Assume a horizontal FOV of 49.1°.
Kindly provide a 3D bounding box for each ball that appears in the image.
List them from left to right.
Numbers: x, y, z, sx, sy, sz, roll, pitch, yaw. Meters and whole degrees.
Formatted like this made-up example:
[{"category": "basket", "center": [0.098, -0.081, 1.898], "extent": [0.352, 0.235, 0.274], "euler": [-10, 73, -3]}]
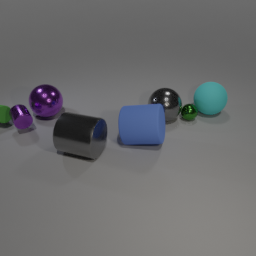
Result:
[{"category": "ball", "center": [-3.448, -1.139, 11.790], "extent": [1.400, 1.400, 1.400], "euler": [0, 32, 0]}, {"category": "ball", "center": [1.512, -0.952, 11.521], "extent": [1.400, 1.400, 1.400], "euler": [0, 32, 0]}, {"category": "ball", "center": [2.556, -0.667, 11.700], "extent": [0.700, 0.700, 0.700], "euler": [0, 32, 0]}, {"category": "ball", "center": [3.521, -1.267, 11.986], "extent": [1.400, 1.400, 1.400], "euler": [0, 32, 0]}]

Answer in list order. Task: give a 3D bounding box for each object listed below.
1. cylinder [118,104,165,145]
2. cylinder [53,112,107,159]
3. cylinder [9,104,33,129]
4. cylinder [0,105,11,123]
[{"category": "cylinder", "center": [0.526, -0.123, 9.954], "extent": [1.400, 1.400, 1.400], "euler": [-2, 30, 17]}, {"category": "cylinder", "center": [-1.601, 0.240, 9.574], "extent": [1.400, 1.400, 1.400], "euler": [10, 33, 17]}, {"category": "cylinder", "center": [-4.100, -0.432, 10.725], "extent": [0.700, 0.700, 0.700], "euler": [-19, 48, -28]}, {"category": "cylinder", "center": [-5.084, -0.571, 11.173], "extent": [0.700, 0.700, 0.700], "euler": [9, 30, 43]}]
